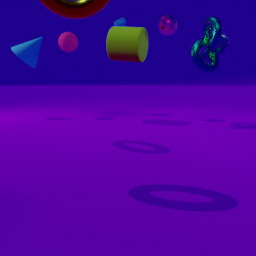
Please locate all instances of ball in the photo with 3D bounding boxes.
[{"bbox_3d":[1.403,-3.650,9.926,0.705,0.705,0.705,0,9,0],"label":"ball"},{"bbox_3d":[-2.199,-3.157,10.301,0.705,0.705,0.705,0,9,0],"label":"ball"}]

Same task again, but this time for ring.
[{"bbox_3d":[-0.690,-1.935,3.435,1.148,1.148,0.230,0,35,0],"label":"ring"}]

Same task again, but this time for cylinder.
[{"bbox_3d":[-0.003,-2.813,9.439,1.119,1.119,1.119,9,12,19],"label":"cylinder"}]

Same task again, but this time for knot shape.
[{"bbox_3d":[2.523,-2.589,8.542,0.758,1.536,1.641,16,35,29],"label":"knot shape"}]

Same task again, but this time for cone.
[{"bbox_3d":[-3.523,-2.981,10.384,1.079,1.083,1.079,44,6,-6],"label":"cone"}]

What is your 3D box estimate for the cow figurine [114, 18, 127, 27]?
[{"bbox_3d":[-0.429,-4.018,11.558,0.866,0.881,0.483,-19,49,6],"label":"cow figurine"}]
